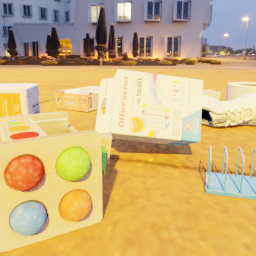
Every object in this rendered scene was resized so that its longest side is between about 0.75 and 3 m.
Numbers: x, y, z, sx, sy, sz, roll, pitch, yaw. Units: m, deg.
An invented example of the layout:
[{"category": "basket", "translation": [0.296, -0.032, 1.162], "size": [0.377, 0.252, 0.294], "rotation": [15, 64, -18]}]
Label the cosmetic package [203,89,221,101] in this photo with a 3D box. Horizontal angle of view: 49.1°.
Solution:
[{"category": "cosmetic package", "translation": [2.400, -1.032, 10.079], "size": [1.630, 0.596, 0.844], "rotation": [-6, 16, -17]}]

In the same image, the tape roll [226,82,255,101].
[{"category": "tape roll", "translation": [3.788, -0.877, 8.724], "size": [1.425, 0.978, 1.425], "rotation": [0, 15, 0]}]

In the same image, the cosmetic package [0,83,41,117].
[{"category": "cosmetic package", "translation": [-3.151, -0.237, 5.717], "size": [2.517, 1.276, 0.897], "rotation": [-1, 15, -1]}]

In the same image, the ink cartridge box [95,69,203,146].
[{"category": "ink cartridge box", "translation": [0.315, -0.316, 5.050], "size": [1.712, 1.100, 1.072], "rotation": [5, -6, -9]}]

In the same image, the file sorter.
[{"category": "file sorter", "translation": [1.585, 0.601, 3.967], "size": [0.905, 0.555, 0.628], "rotation": [5, 16, 15]}]

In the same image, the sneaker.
[{"category": "sneaker", "translation": [2.672, -0.346, 7.328], "size": [2.453, 0.914, 1.069], "rotation": [-1, 22, 27]}]

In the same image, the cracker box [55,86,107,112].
[{"category": "cracker box", "translation": [-1.371, -1.134, 10.354], "size": [1.490, 0.641, 2.224], "rotation": [9, 18, 30]}]

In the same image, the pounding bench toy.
[{"category": "pounding bench toy", "translation": [-0.735, 0.464, 3.421], "size": [1.761, 1.094, 1.373], "rotation": [-8, 17, -29]}]
